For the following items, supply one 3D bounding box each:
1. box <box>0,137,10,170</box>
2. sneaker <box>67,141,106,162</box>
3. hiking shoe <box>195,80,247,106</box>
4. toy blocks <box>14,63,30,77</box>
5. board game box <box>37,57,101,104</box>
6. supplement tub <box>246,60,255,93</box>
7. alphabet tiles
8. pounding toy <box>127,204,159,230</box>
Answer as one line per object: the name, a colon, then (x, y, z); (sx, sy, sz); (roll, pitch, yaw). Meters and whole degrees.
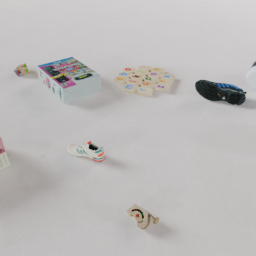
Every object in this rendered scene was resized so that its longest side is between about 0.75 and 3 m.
box: (-5.319, 0.900, 9.134); (2.271, 1.237, 1.452); (-26, 44, -31)
sneaker: (-1.495, 0.690, 9.925); (1.485, 0.694, 0.523); (14, 40, 17)
hiking shoe: (4.297, -1.716, 13.118); (2.348, 0.873, 1.018); (22, 34, 12)
toy blocks: (-5.819, -3.124, 15.206); (0.746, 0.546, 1.092); (-25, 41, -12)
board game box: (-2.955, -2.483, 13.969); (2.073, 0.903, 2.810); (-24, 43, -30)
supplement tub: (6.628, -2.640, 13.806); (1.312, 1.312, 1.869); (20, 41, 24)
alphabet tiles: (0.879, -2.531, 14.578); (2.908, 0.217, 2.973); (13, 39, 15)
pounding toy: (0.413, 2.561, 7.852); (0.888, 0.510, 0.508); (20, 69, 38)
